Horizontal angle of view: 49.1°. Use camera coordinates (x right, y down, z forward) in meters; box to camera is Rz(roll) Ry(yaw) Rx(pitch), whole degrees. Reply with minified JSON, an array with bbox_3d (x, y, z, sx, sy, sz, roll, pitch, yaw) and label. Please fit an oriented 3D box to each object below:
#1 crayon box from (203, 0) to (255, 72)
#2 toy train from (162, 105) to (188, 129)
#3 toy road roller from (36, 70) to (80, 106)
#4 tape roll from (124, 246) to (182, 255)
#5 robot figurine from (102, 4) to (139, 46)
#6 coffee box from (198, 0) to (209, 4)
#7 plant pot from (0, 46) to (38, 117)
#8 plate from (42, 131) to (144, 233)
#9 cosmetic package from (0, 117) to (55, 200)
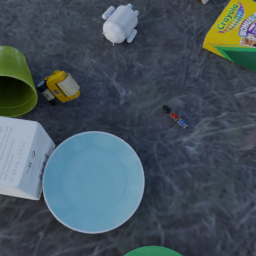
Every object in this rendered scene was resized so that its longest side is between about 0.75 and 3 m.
[{"bbox_3d":[4.300,-3.556,10.307,2.108,0.712,2.443,31,70,13],"label":"crayon box"},{"bbox_3d":[1.542,-0.374,9.206,0.186,0.249,1.089,-40,73,-15],"label":"toy train"},{"bbox_3d":[-2.188,-1.453,9.146,1.410,0.867,1.030,-12,41,31],"label":"toy road roller"},{"bbox_3d":[0.653,4.384,6.960,2.681,0.644,2.681,0,66,0],"label":"tape roll"},{"bbox_3d":[-0.278,-3.796,10.299,1.392,0.927,1.641,40,70,-13],"label":"robot figurine"},{"bbox_3d":[2.469,-6.219,11.116,2.362,1.335,0.943,37,72,15],"label":"coffee box"},{"bbox_3d":[-3.917,-1.629,9.043,1.870,1.870,1.801,-11,55,-5],"label":"plant pot"},{"bbox_3d":[-0.976,1.525,8.184,2.923,0.374,2.923,3,69,-8],"label":"plate"},{"bbox_3d":[-3.500,0.835,7.837,2.170,1.805,1.816,8,67,4],"label":"cosmetic package"}]
